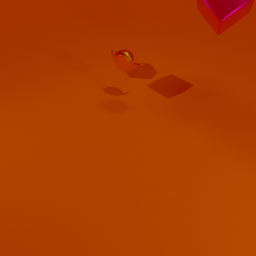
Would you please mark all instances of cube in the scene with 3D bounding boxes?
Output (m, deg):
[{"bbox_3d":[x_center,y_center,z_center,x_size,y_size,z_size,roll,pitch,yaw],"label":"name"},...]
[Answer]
[{"bbox_3d":[2.521,-3.286,7.322,1.029,1.029,1.029,-36,81,11],"label":"cube"}]

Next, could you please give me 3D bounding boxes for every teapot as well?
[{"bbox_3d":[-0.048,-2.126,8.758,1.131,0.703,0.554,29,50,7],"label":"teapot"}]
